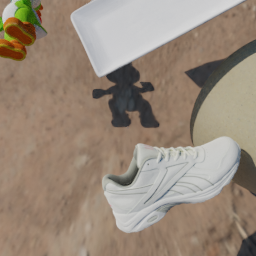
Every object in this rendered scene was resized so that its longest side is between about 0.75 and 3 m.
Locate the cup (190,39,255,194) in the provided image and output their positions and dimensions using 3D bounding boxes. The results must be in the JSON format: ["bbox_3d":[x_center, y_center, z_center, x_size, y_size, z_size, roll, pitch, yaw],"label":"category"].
[{"bbox_3d":[2.870,0.167,4.771,2.969,2.969,2.124,-18,36,-7],"label":"cup"}]

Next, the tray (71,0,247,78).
[{"bbox_3d":[0.454,-1.830,4.326,2.548,0.283,1.368,-27,70,5],"label":"tray"}]

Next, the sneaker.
[{"bbox_3d":[0.578,0.589,3.979,2.119,0.826,1.053,-30,105,-2],"label":"sneaker"}]

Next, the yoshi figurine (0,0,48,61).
[{"bbox_3d":[-2.571,-2.720,6.154,1.294,1.289,2.302,-6,60,0],"label":"yoshi figurine"}]
